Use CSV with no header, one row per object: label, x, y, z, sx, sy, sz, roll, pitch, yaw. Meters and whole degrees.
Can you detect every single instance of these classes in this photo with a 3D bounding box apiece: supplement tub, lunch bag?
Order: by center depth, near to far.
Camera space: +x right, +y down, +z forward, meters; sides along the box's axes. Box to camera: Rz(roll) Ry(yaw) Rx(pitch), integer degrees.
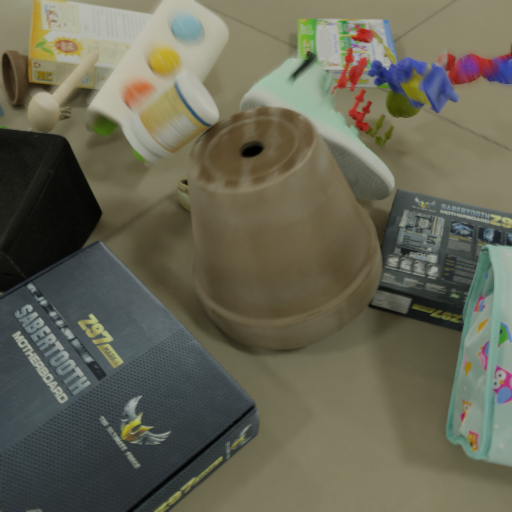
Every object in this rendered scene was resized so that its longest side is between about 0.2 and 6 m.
lunch bag,3.559,1.200,6.542,2.187,1.565,2.567,9,80,8
supplement tub,-1.074,-1.724,6.999,1.032,0.747,0.747,-31,50,18

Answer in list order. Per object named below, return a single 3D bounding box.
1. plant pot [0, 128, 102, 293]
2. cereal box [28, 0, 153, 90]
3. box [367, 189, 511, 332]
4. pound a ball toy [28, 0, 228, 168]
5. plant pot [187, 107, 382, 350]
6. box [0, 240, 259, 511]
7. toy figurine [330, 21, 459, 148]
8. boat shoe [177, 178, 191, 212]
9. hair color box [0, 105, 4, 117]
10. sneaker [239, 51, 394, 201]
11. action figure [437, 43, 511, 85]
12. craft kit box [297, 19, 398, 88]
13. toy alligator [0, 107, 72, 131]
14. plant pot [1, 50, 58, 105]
plant pot,-3.712,-0.533,8.249,2.034,2.029,1.804,7,62,5
cereal box,-2.917,-4.280,11.555,3.233,0.639,2.326,2,50,-19
box,3.163,0.140,8.398,2.626,0.670,2.071,14,53,12
pound a ball toy,-2.012,-2.981,9.126,2.025,1.319,3.106,31,68,-10
plant pot,0.194,-0.526,7.501,2.754,2.390,2.754,-10,47,11
box,-2.128,1.691,6.982,2.791,0.903,3.540,-33,59,-25
toy figurine,2.564,-2.544,9.172,1.563,2.609,1.376,27,90,35
boat shoe,-0.465,-1.132,9.528,1.707,0.537,0.623,-3,51,-2
hair color box,-6.023,-3.098,11.128,1.799,0.545,0.891,28,56,20
sneaker,1.340,-2.268,9.430,2.882,1.060,1.700,36,60,0
action figure,3.753,-2.854,8.566,0.778,0.614,2.377,-32,34,-21
craft kit box,1.955,-4.494,12.331,2.086,0.512,2.112,4,51,0
toy alligator,-4.793,-1.460,9.555,3.842,1.139,1.042,-25,96,-20
plant pot,-4.561,-3.613,11.373,0.923,1.058,1.058,-14,49,-35
